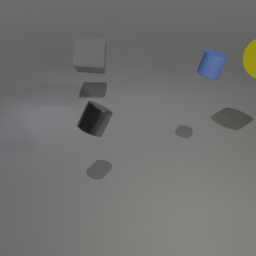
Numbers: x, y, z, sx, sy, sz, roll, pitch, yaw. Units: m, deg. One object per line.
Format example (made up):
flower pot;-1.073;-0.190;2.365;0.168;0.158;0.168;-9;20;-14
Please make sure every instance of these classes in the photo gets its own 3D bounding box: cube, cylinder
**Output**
cube;-1.786;-3.457;13.434;1.400;1.400;1.400;4;0;-2
cylinder;2.563;-1.940;8.542;0.700;0.700;0.700;12;31;-8
cylinder;4.917;-2.445;9.634;1.400;1.400;1.400;-21;37;-41
cylinder;-0.838;-0.228;7.109;0.700;0.700;0.700;25;9;-4
